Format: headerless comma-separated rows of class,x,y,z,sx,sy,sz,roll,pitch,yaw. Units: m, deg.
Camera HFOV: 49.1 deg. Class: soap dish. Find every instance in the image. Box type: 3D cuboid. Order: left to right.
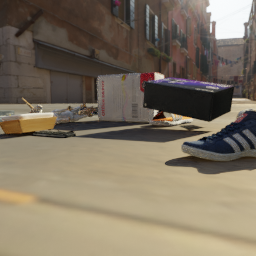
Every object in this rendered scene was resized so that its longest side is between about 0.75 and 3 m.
soap dish,-3.049,-0.143,8.598,1.080,0.557,1.373,-3,4,34

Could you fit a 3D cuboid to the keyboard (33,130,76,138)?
keyboard,-2.091,0.156,8.275,1.271,0.131,0.808,4,7,26

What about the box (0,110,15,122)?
box,-6.123,-0.436,11.641,1.717,0.555,2.177,3,7,15

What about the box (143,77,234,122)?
box,2.111,-1.103,9.913,2.601,1.025,1.835,16,25,36

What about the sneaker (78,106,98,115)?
sneaker,-2.529,-1.007,17.317,1.627,0.627,0.693,5,-7,-34

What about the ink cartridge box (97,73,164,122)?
ink cartridge box,0.119,-1.398,12.997,2.946,2.174,1.261,4,8,30

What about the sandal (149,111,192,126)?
sandal,1.822,-0.558,11.689,1.049,0.785,2.739,5,8,37

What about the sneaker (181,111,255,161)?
sneaker,1.990,0.111,5.229,2.063,0.872,0.773,-2,7,-11

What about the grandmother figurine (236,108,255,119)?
grandmother figurine,3.998,-0.082,7.172,1.819,0.908,3.000,5,6,-20

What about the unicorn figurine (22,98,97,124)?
unicorn figurine,-2.845,-0.609,12.080,1.931,1.038,2.812,-7,-15,41
